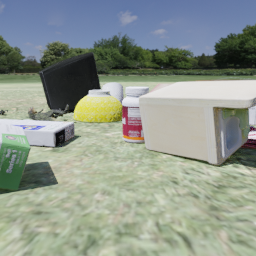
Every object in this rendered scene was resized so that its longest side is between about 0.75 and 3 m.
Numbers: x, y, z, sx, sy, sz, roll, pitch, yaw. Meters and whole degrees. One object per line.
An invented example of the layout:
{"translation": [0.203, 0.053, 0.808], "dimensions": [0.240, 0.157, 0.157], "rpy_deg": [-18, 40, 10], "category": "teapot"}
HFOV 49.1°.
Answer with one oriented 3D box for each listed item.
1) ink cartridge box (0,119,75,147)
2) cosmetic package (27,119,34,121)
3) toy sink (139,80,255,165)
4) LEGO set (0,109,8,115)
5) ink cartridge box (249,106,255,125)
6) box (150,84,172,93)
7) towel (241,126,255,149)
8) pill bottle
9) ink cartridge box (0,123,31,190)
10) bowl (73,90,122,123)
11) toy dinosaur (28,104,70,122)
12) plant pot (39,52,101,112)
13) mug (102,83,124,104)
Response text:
{"translation": [-3.187, 0.093, 8.343], "dimensions": [2.893, 0.536, 1.370], "rpy_deg": [5, 13, 12], "category": "ink cartridge box"}
{"translation": [-3.411, -0.082, 9.656], "dimensions": [0.800, 0.325, 0.451], "rpy_deg": [12, 17, 40], "category": "cosmetic package"}
{"translation": [1.935, -0.200, 6.752], "dimensions": [2.766, 1.549, 1.803], "rpy_deg": [6, 24, 43], "category": "toy sink"}
{"translation": [-5.899, -0.708, 13.054], "dimensions": [0.617, 0.269, 0.950], "rpy_deg": [1, -1, -6], "category": "LEGO set"}
{"translation": [3.450, -0.489, 9.412], "dimensions": [1.219, 0.714, 1.687], "rpy_deg": [4, 0, 10], "category": "ink cartridge box"}
{"translation": [2.023, -1.572, 14.157], "dimensions": [1.728, 0.942, 1.105], "rpy_deg": [9, 47, 49], "category": "box"}
{"translation": [3.140, 0.150, 8.652], "dimensions": [1.801, 0.284, 2.501], "rpy_deg": [4, 12, 17], "category": "towel"}
{"translation": [0.266, -0.398, 8.121], "dimensions": [0.876, 1.551, 0.876], "rpy_deg": [0, 12, 0], "category": "pill bottle"}
{"translation": [-2.928, 0.303, 4.911], "dimensions": [2.038, 0.859, 1.489], "rpy_deg": [16, 7, -29], "category": "ink cartridge box"}
{"translation": [-1.210, -0.994, 11.907], "dimensions": [2.217, 1.193, 2.217], "rpy_deg": [0, 12, 0], "category": "bowl"}
{"translation": [-2.935, -0.475, 10.893], "dimensions": [1.179, 0.635, 2.676], "rpy_deg": [-27, 26, -34], "category": "toy dinosaur"}
{"translation": [-3.011, -2.189, 14.359], "dimensions": [2.529, 2.851, 2.844], "rpy_deg": [-15, 17, -19], "category": "plant pot"}
{"translation": [-0.672, -1.336, 13.622], "dimensions": [1.025, 1.217, 1.388], "rpy_deg": [-8, -22, 9], "category": "mug"}
